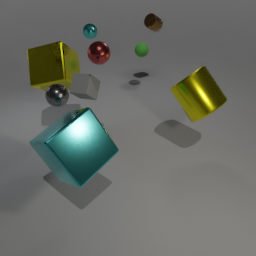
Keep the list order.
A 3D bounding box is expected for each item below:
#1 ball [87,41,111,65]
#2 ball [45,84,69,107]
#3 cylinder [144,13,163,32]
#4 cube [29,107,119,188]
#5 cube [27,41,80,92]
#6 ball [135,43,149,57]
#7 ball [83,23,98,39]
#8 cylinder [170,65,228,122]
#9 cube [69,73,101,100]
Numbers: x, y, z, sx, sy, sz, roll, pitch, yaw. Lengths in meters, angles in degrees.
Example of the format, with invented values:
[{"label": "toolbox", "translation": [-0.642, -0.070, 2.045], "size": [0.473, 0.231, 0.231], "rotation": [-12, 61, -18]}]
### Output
[{"label": "ball", "translation": [-0.882, -2.282, 8.521], "size": [0.700, 0.700, 0.700], "rotation": [0, 32, 0]}, {"label": "ball", "translation": [-2.127, -0.975, 8.416], "size": [0.700, 0.700, 0.700], "rotation": [0, 32, 0]}, {"label": "cylinder", "translation": [1.261, -5.212, 13.879], "size": [0.700, 0.700, 0.700], "rotation": [25, 13, 34]}, {"label": "cube", "translation": [-1.385, 0.475, 7.179], "size": [1.400, 1.400, 1.400], "rotation": [-43, 20, -27]}, {"label": "cube", "translation": [-2.692, -2.194, 10.403], "size": [1.400, 1.400, 1.400], "rotation": [-9, -5, 14]}, {"label": "ball", "translation": [0.682, -3.904, 14.001], "size": [0.700, 0.700, 0.700], "rotation": [0, 32, 0]}, {"label": "ball", "translation": [-1.801, -4.595, 13.310], "size": [0.700, 0.700, 0.700], "rotation": [0, 32, 0]}, {"label": "cylinder", "translation": [2.366, -1.139, 9.447], "size": [1.400, 1.400, 1.400], "rotation": [-35, 2, 1]}, {"label": "cube", "translation": [-1.448, -1.397, 9.491], "size": [0.700, 0.700, 0.700], "rotation": [8, -8, 23]}]
